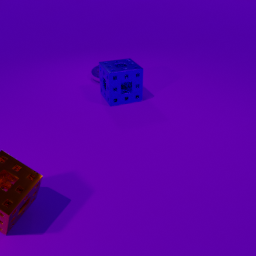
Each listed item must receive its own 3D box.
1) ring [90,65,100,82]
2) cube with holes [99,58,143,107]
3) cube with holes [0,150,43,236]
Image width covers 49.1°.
[{"bbox_3d":[-0.665,-2.186,11.166,1.654,0.331,1.654,2,31,-1],"label":"ring"},{"bbox_3d":[-0.248,-1.558,9.393,1.142,1.142,1.142,-11,33,-18],"label":"cube with holes"},{"bbox_3d":[-2.167,1.124,4.881,0.868,0.868,0.868,32,44,2],"label":"cube with holes"}]
